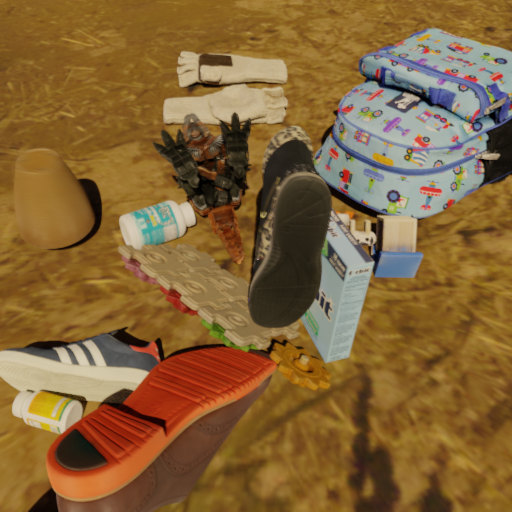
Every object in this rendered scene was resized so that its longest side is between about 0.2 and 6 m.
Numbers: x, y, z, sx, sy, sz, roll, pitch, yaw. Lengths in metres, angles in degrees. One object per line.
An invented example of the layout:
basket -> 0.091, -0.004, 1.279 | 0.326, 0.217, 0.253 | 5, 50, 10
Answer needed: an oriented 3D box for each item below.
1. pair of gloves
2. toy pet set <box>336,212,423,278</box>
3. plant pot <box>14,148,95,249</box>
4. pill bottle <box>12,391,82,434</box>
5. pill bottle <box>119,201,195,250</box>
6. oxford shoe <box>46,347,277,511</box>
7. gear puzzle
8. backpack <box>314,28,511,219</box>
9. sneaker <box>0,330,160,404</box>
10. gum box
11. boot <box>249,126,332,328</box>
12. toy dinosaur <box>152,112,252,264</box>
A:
pair of gloves -> -0.710, -4.382, 14.392 | 3.068, 0.633, 3.609 | 2, 43, 2
toy pet set -> 1.785, -0.175, 9.595 | 1.812, 1.031, 1.941 | 1, 9, 1
plant pot -> -3.562, -1.071, 9.560 | 1.328, 1.425, 1.328 | 1, 50, -2
pill bottle -> -2.744, 2.032, 7.338 | 0.804, 0.453, 0.453 | 11, 43, 12
pill bottle -> -1.752, -0.571, 10.066 | 1.261, 0.699, 0.699 | -21, 46, -22
oxford shoe -> -0.953, 2.129, 6.868 | 1.219, 1.242, 3.424 | 14, 24, 38
gear puzzle -> -0.360, 0.885, 8.305 | 3.606, 0.472, 1.868 | 34, 19, 26
backpack -> 3.072, -2.499, 10.908 | 3.720, 2.503, 3.396 | -29, 50, -27
sneaker -> -2.403, 1.442, 7.771 | 2.204, 0.826, 0.932 | 9, 43, -4
gum box -> 0.976, 0.321, 8.150 | 0.422, 1.893, 1.609 | -10, 43, -18
boot -> 0.409, -0.396, 7.662 | 0.876, 2.427, 1.833 | 6, 37, -7
toy dinosaur -> -0.703, -1.393, 10.124 | 1.597, 2.123, 3.127 | -36, 70, -15
